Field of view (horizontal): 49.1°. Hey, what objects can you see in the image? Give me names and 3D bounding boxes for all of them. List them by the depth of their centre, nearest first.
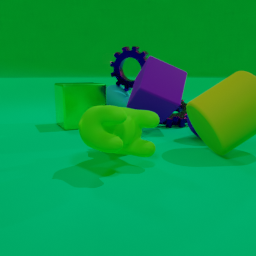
[{"bbox_3d":[-0.266,0.024,4.804,1.656,0.924,1.683,7,-1,44],"label":"cow figurine"},{"bbox_3d":[1.885,-0.272,5.209,1.159,1.159,1.159,-32,15,-3],"label":"cylinder"},{"bbox_3d":[1.947,-0.272,6.479,0.851,0.851,0.851,-21,21,-36],"label":"cylinder"},{"bbox_3d":[0.745,-0.982,7.403,1.105,1.105,1.105,22,-28,-9],"label":"cube"},{"bbox_3d":[-1.389,-0.681,8.125,1.220,1.220,1.220,-5,12,-24],"label":"cube"},{"bbox_3d":[-0.186,-0.705,8.360,1.149,1.149,1.154,-5,11,-23],"label":"cone"},{"bbox_3d":[0.109,-1.767,8.406,1.326,1.326,0.245,5,19,23],"label":"gear"},{"bbox_3d":[1.244,-0.499,8.440,1.552,0.287,1.552,1,29,-1],"label":"gear"}]
